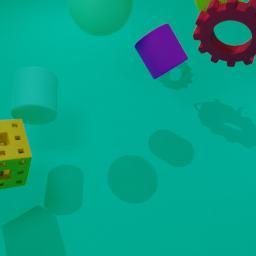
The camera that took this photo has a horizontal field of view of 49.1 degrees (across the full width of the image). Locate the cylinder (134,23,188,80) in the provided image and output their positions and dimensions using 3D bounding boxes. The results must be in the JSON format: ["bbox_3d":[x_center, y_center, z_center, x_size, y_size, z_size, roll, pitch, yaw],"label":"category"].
[{"bbox_3d":[0.791,-1.810,6.704,0.962,0.962,0.962,-34,96,-24],"label":"cylinder"}]

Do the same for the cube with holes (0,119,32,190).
[{"bbox_3d":[-2.451,0.516,5.290,0.938,0.938,0.938,-5,50,-32],"label":"cube with holes"}]

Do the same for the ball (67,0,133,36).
[{"bbox_3d":[-0.535,-2.451,5.434,1.281,1.281,1.281,0,51,0],"label":"ball"}]

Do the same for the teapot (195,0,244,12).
[{"bbox_3d":[2.360,-3.486,7.320,1.797,1.117,0.880,22,33,-1],"label":"teapot"}]

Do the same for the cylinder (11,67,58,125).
[{"bbox_3d":[-1.976,-0.667,5.982,0.924,0.924,0.924,-4,66,-3],"label":"cylinder"}]

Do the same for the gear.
[{"bbox_3d":[2.677,-2.421,7.197,1.933,1.933,0.357,19,61,15],"label":"gear"}]
